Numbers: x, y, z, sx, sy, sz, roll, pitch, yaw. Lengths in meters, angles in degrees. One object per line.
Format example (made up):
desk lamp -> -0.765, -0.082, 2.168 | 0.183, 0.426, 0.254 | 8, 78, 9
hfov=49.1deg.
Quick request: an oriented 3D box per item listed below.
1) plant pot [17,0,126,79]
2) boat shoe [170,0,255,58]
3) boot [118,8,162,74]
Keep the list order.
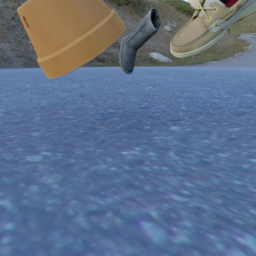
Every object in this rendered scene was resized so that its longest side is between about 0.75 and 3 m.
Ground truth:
plant pot -> -1.769, -3.082, 8.167 | 2.859, 2.001, 2.859 | -25, 30, 15
boat shoe -> 1.811, -2.437, 5.882 | 2.363, 0.785, 0.875 | -38, 50, 2
boot -> 0.513, -3.471, 11.417 | 0.794, 1.988, 2.187 | 8, -18, -40
